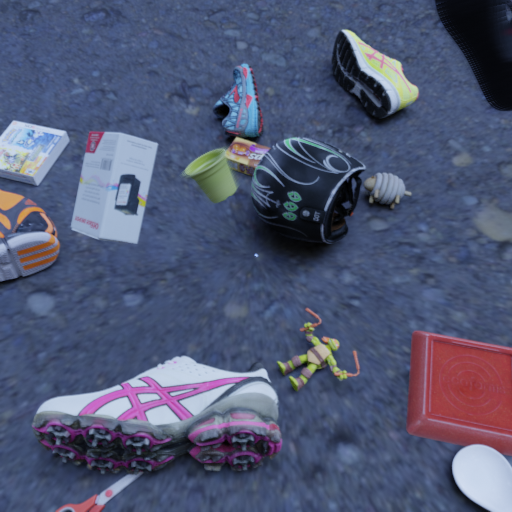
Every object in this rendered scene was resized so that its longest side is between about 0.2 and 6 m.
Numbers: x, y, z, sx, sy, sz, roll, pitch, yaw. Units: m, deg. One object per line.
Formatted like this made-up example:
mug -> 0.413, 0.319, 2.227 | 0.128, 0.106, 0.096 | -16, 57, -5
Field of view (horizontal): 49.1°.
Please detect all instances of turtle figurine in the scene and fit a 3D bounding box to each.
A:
turtle figurine -> 0.882, 1.557, 8.807 | 1.079, 0.431, 1.338 | -31, 65, -12

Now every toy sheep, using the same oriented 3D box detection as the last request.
toy sheep -> 2.518, -1.271, 10.763 | 0.953, 0.657, 0.657 | 16, 54, -9

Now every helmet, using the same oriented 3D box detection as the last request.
helmet -> 0.817, -1.195, 9.914 | 1.840, 1.930, 1.930 | 28, 58, 27

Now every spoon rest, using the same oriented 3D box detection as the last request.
spoon rest -> 3.309, 3.316, 7.496 | 0.818, 0.499, 1.647 | -21, 58, -15

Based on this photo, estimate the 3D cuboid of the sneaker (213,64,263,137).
sneaker -> -0.462, -3.405, 12.140 | 1.023, 0.850, 2.143 | -9, 51, 1

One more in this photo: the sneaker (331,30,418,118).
sneaker -> 2.665, -4.156, 12.684 | 1.202, 1.040, 2.662 | -17, 62, -20

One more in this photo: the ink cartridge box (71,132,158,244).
ink cartridge box -> -1.772, -0.845, 6.916 | 0.523, 1.264, 0.921 | 9, 5, -41

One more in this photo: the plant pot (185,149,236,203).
plant pot -> -0.532, -0.989, 7.156 | 0.569, 0.523, 0.569 | -22, 29, 13

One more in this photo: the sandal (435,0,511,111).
sandal -> 3.648, -3.565, 8.825 | 1.021, 2.718, 0.613 | 3, 46, 52

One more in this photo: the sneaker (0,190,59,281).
sneaker -> -5.074, -0.194, 9.787 | 2.957, 1.147, 1.657 | -16, 51, -24

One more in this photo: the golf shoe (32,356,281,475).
golf shoe -> -1.360, 2.195, 7.976 | 3.360, 1.220, 1.547 | 2, 41, -7

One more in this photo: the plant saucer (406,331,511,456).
plant saucer -> 3.263, 1.998, 8.556 | 1.772, 0.326, 1.775 | 10, 54, 7

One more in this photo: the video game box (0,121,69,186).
video game box -> -4.763, -2.143, 11.552 | 1.263, 0.324, 1.386 | 11, 55, 11

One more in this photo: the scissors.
scissors -> -2.162, 3.312, 7.718 | 0.675, 0.129, 1.846 | 31, 61, 21

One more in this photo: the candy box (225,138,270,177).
candy box -> -0.046, -1.957, 11.413 | 1.119, 0.316, 0.653 | 21, 56, 17
